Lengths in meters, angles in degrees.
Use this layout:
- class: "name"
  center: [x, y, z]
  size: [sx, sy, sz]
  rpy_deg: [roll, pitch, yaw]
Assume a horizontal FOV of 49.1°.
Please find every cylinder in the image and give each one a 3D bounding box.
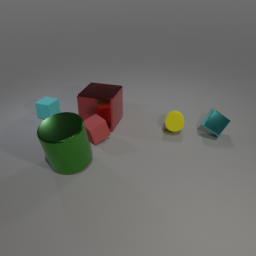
- class: "cylinder"
  center: [-1.905, 0.464, 8.635]
  size: [1.400, 1.400, 1.400]
  rpy_deg: [-5, 41, 4]
- class: "cylinder"
  center: [1.764, -0.267, 10.591]
  size: [0.700, 0.700, 0.700]
  rpy_deg: [5, 12, 9]

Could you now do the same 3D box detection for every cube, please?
- class: "cube"
  center: [3.188, -0.220, 10.280]
  size: [0.700, 0.700, 0.700]
  rpy_deg: [35, 10, -1]
- class: "cube"
  center: [-3.353, -0.827, 11.750]
  size: [0.700, 0.700, 0.700]
  rpy_deg: [10, 31, 20]
- class: "cube"
  center: [-1.062, -0.866, 11.142]
  size: [1.400, 1.400, 1.400]
  rpy_deg: [8, 31, 14]
- class: "cube"
  center: [-1.171, 0.039, 10.109]
  size: [0.700, 0.700, 0.700]
  rpy_deg: [-34, 39, -21]
